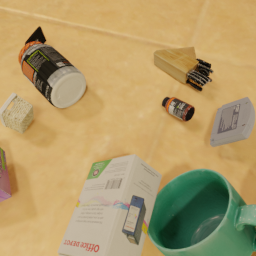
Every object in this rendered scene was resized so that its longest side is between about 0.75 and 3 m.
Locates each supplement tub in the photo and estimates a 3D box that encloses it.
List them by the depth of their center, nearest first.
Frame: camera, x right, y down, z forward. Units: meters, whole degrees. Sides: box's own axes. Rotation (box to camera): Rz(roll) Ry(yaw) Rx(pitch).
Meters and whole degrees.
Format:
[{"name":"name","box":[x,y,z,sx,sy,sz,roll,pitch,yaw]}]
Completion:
[{"name":"supplement tub","box":[1.393,-0.570,7.883,0.486,0.486,0.909,-38,50,-23]},{"name":"supplement tub","box":[-2.307,-1.644,8.331,1.270,1.270,2.073,-35,61,-22]}]

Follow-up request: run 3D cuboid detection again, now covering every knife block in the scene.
[{"name":"knife block","box":[1.712,-1.777,8.747,1.769,0.566,1.553,-3,58,7]}]

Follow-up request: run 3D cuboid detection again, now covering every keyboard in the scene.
[{"name":"keyboard","box":[-3.129,-2.778,9.354,0.292,0.767,1.473,-5,39,11]}]

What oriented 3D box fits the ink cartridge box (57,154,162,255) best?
[{"name":"ink cartridge box","box":[-0.355,1.714,5.661,1.506,0.907,2.073,-17,42,45]}]

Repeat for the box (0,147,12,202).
[{"name":"box","box":[-3.626,1.202,6.393,1.537,0.743,1.352,-26,54,-3]}]

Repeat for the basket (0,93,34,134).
[{"name":"basket","box":[-2.952,-0.355,7.510,0.624,1.011,0.685,29,65,-6]}]

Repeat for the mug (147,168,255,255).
[{"name":"mug","box":[1.549,1.974,5.314,1.848,1.391,2.249,-43,22,-4]}]

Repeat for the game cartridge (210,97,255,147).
[{"name":"game cartridge","box":[2.774,-0.180,7.356,0.322,1.048,1.575,47,45,-18]}]
